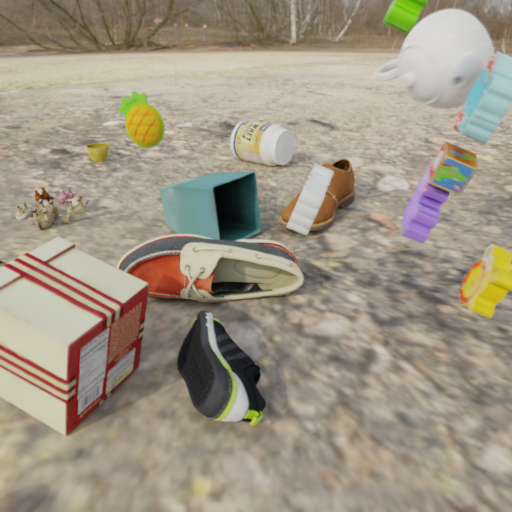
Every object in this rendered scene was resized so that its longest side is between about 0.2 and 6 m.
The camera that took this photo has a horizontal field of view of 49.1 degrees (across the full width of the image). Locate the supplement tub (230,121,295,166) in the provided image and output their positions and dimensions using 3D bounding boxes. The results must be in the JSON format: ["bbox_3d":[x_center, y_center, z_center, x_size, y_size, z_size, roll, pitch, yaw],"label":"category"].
[{"bbox_3d":[0.190,-3.143,15.692,1.570,1.133,1.133,18,30,34],"label":"supplement tub"}]

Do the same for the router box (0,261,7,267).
[{"bbox_3d":[-3.996,0.933,7.609,1.893,0.629,2.407,15,29,29],"label":"router box"}]

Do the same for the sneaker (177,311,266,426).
[{"bbox_3d":[-0.402,1.414,6.839,0.850,0.736,2.053,25,15,-21],"label":"sneaker"}]

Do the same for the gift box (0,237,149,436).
[{"bbox_3d":[-2.414,0.965,6.523,1.638,1.754,1.618,25,29,15],"label":"gift box"}]

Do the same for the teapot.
[{"bbox_3d":[2.344,-2.507,7.442,1.003,1.374,1.356,-28,74,-12],"label":"teapot"}]

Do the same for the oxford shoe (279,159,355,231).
[{"bbox_3d":[1.319,-1.368,12.038,1.095,1.094,3.070,13,30,23],"label":"oxford shoe"}]

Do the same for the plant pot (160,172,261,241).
[{"bbox_3d":[-0.997,-0.979,11.139,1.749,1.236,1.235,10,26,39],"label":"plant pot"}]

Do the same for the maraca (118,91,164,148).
[{"bbox_3d":[-2.030,-2.405,9.929,0.694,1.013,0.542,-27,5,9],"label":"maraca"}]

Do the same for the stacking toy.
[{"bbox_3d":[2.243,-1.155,6.208,2.790,3.700,0.869,24,40,1],"label":"stacking toy"}]

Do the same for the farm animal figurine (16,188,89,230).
[{"bbox_3d":[-4.241,-0.916,11.717,1.130,0.589,1.118,15,41,17],"label":"farm animal figurine"}]

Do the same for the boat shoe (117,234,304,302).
[{"bbox_3d":[-0.693,0.271,8.713,2.866,1.020,0.897,-2,27,-15],"label":"boat shoe"}]

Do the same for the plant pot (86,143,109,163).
[{"bbox_3d":[-4.531,-2.934,16.063,0.639,0.454,0.639,1,25,0],"label":"plant pot"}]
